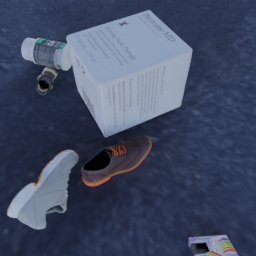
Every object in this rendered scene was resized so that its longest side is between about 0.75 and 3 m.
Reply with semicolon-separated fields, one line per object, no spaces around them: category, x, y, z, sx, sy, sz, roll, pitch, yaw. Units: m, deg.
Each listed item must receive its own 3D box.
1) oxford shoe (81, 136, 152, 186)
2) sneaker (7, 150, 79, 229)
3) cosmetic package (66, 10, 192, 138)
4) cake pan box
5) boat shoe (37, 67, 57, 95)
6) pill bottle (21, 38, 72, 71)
oxford shoe;-0.238;0.731;7.068;2.047;0.743;0.729;-32;61;-19
sneaker;-1.675;1.420;6.470;0.990;0.815;2.153;35;46;4
cosmetic package;-0.009;-1.487;7.619;2.498;2.078;2.090;-24;56;-16
cake pan box;1.757;2.592;5.867;0.898;0.827;0.235;-4;100;2
boat shoe;-2.417;-1.256;8.035;0.489;1.368;0.449;32;59;-16
pill bottle;-2.580;-2.405;9.017;1.484;0.839;0.839;14;58;9
